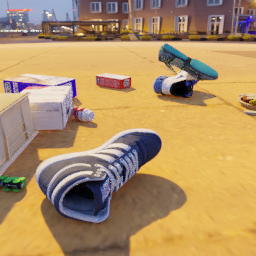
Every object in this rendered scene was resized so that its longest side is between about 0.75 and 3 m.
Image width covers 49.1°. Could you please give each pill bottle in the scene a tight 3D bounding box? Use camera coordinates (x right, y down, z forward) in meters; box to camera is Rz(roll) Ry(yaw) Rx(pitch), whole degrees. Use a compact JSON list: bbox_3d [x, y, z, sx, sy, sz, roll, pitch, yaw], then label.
[{"bbox_3d":[-1.540,-0.463,9.524,0.776,0.438,0.438,13,25,30],"label":"pill bottle"}]

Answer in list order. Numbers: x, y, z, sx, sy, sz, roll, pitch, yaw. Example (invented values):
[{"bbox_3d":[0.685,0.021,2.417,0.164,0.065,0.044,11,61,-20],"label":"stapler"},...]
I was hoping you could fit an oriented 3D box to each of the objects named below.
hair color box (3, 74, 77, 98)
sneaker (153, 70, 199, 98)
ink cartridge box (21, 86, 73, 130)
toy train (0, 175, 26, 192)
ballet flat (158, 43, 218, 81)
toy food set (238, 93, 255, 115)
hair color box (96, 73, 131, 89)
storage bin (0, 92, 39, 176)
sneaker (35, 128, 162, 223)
[{"bbox_3d":[-3.842,-1.745,12.268,2.811,0.911,1.536,8,23,24],"label":"hair color box"},{"bbox_3d":[2.610,-1.961,12.834,2.660,1.075,1.536,-21,32,-30],"label":"sneaker"},{"bbox_3d":[-2.845,-0.724,9.486,1.661,0.938,2.263,-1,21,-3],"label":"ink cartridge box"},{"bbox_3d":[-2.687,1.094,5.724,1.250,0.261,0.352,3,11,9],"label":"toy train"},{"bbox_3d":[1.208,-1.262,5.806,1.332,0.494,0.494,33,28,8],"label":"ballet flat"},{"bbox_3d":[5.474,-1.182,11.178,2.044,0.594,2.961,5,22,14],"label":"toy food set"},{"bbox_3d":[-0.764,-2.465,14.643,1.737,0.532,0.882,16,27,34],"label":"hair color box"},{"bbox_3d":[-4.150,0.046,6.986,2.831,1.326,2.810,1,22,1],"label":"storage bin"},{"bbox_3d":[-0.250,0.830,5.331,2.749,0.963,1.491,-17,21,-23],"label":"sneaker"}]
